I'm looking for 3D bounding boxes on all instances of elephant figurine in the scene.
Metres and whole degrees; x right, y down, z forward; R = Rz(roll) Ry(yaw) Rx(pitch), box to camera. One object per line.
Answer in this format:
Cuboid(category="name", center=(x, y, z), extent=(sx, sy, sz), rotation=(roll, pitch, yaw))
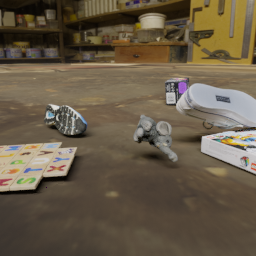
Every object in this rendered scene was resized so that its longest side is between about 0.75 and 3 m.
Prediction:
Cuboid(category="elephant figurine", center=(0.499, 0.153, 4.624), extent=(0.754, 0.585, 0.533), rotation=(23, -6, -5))

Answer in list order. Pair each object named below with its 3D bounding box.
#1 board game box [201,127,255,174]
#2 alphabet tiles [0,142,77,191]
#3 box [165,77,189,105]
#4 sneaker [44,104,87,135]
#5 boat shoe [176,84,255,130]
Cuboid(category="board game box", center=(2.527, 0.311, 5.179), extent=(1.979, 0.342, 1.249), rotation=(-9, 17, -29))
Cuboid(category="alphabet tiles", center=(-1.910, 0.571, 4.476), extent=(2.060, 0.065, 1.714), rotation=(-4, 17, 0))
Cuboid(category="box", center=(1.849, -1.381, 10.347), extent=(0.745, 0.859, 1.406), rotation=(0, 14, 17))
Cuboid(category="sneaker", center=(-1.375, -0.236, 6.660), extent=(0.708, 0.617, 1.574), rotation=(6, 11, -41))
Cuboid(category="boat shoe", center=(1.785, -0.283, 5.527), extent=(1.912, 0.706, 0.815), rotation=(8, -27, -24))
